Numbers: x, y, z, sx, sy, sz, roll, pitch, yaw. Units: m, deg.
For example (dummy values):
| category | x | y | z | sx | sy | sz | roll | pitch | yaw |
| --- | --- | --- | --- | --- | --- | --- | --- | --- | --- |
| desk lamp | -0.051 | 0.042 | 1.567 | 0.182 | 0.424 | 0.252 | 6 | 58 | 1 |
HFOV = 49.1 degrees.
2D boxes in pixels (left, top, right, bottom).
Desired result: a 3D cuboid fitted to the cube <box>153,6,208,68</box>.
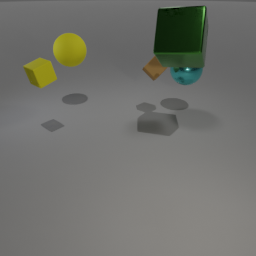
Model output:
| category | x | y | z | sx | sy | sz | roll | pitch | yaw |
| --- | --- | --- | --- | --- | --- | --- | --- | --- | --- |
| cube | 1.668 | -2.740 | 8.633 | 1.400 | 1.400 | 1.400 | 5 | -3 | 19 |

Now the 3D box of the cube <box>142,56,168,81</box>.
| category | x | y | z | sx | sy | sz | roll | pitch | yaw |
| --- | --- | --- | --- | --- | --- | --- | --- | --- | --- |
| cube | 1.100 | -2.467 | 11.565 | 0.700 | 0.700 | 0.700 | -45 | 5 | 1 |

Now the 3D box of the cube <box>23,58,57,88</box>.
| category | x | y | z | sx | sy | sz | roll | pitch | yaw |
| --- | --- | --- | --- | --- | --- | --- | --- | --- | --- |
| cube | -2.967 | -1.869 | 9.484 | 0.700 | 0.700 | 0.700 | 25 | 51 | 38 |

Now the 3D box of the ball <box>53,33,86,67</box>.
| category | x | y | z | sx | sy | sz | roll | pitch | yaw |
| --- | --- | --- | --- | --- | --- | --- | --- | --- | --- |
| ball | -2.491 | -3.343 | 12.030 | 1.400 | 1.400 | 1.400 | 0 | 28 | 0 |

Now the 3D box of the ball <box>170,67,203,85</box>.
| category | x | y | z | sx | sy | sz | roll | pitch | yaw |
| --- | --- | --- | --- | --- | --- | --- | --- | --- | --- |
| ball | 2.521 | -2.552 | 12.108 | 1.400 | 1.400 | 1.400 | 0 | 28 | 0 |
